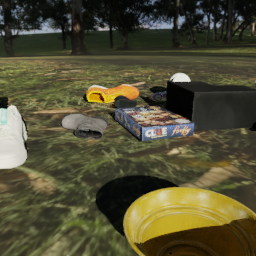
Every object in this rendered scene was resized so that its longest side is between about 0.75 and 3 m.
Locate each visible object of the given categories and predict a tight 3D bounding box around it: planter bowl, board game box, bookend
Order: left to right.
[{"bbox_3d":[0.816,-0.255,9.990,1.846,0.472,2.726,-6,18,-20],"label":"board game box"},{"bbox_3d":[0.885,1.632,3.874,1.894,0.789,1.894,0,19,0],"label":"planter bowl"},{"bbox_3d":[3.326,-1.023,11.032,2.934,1.360,2.953,-3,18,-11],"label":"bookend"}]

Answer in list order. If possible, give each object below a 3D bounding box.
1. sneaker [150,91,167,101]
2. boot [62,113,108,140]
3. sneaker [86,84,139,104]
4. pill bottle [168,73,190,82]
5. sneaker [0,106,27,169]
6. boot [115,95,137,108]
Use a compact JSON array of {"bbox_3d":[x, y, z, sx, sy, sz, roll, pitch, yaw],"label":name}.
[{"bbox_3d":[1.748,-1.627,14.125,1.417,0.530,0.706,-4,9,-24],"label":"sneaker"},{"bbox_3d":[-1.579,-0.053,9.395,1.722,0.601,1.133,0,22,12],"label":"boot"},{"bbox_3d":[-0.751,-1.553,13.793,2.603,0.950,1.004,-4,38,5],"label":"sneaker"},{"bbox_3d":[2.690,-2.309,14.797,1.123,1.123,2.024,2,7,5],"label":"pill bottle"},{"bbox_3d":[-3.353,0.133,7.654,1.082,1.273,2.877,-4,19,-17],"label":"sneaker"},{"bbox_3d":[-0.311,-1.219,13.024,1.211,0.462,1.017,-5,21,-36],"label":"boot"}]
